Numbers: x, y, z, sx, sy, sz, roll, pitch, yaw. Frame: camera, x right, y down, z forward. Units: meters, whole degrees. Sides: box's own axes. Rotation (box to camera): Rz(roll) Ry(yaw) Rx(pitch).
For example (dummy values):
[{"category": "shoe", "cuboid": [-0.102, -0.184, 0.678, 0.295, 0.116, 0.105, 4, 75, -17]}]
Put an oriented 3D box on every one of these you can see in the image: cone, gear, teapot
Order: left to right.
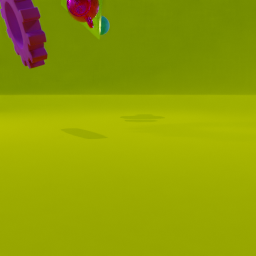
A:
[{"category": "gear", "cuboid": [-2.397, -2.337, 6.313, 0.355, 1.921, 1.921, -24, 18, -26]}, {"category": "teapot", "cuboid": [-1.503, -3.958, 8.826, 1.068, 1.718, 0.841, -23, 12, 16]}, {"category": "cone", "cuboid": [-1.349, -3.980, 10.146, 1.642, 1.648, 1.642, -22, 2, 1]}]

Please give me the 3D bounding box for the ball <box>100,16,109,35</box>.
[{"category": "ball", "cuboid": [-1.127, -4.155, 11.351, 0.744, 0.744, 0.744, 0, 7, 0]}]
